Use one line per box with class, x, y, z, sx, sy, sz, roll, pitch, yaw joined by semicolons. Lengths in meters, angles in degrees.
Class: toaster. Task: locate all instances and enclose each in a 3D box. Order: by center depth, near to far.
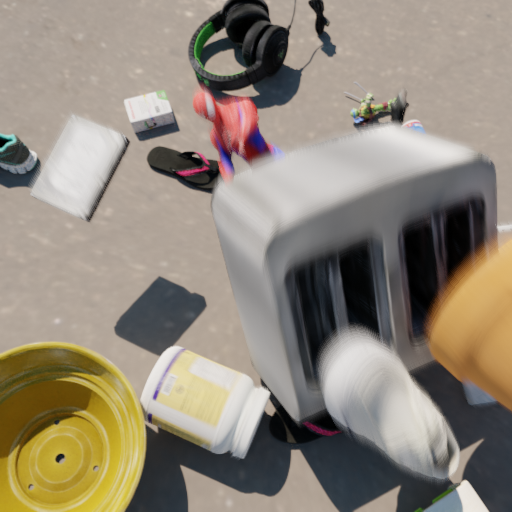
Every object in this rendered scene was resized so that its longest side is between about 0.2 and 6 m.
toaster;1.381;0.023;7.796;3.318;3.670;2.177;-20;27;-14

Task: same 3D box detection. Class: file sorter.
file sorter;4.023;0.845;8.777;1.687;1.514;2.431;-7;64;-4

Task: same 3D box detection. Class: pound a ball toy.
pound a ball toy;2.808;4.597;7.125;1.781;1.160;2.732;-27;66;-13

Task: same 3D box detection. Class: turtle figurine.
turtle figurine;2.312;-3.119;11.194;0.904;0.671;0.932;-5;67;-7

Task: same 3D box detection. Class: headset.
headset;0.086;-4.547;11.861;3.071;1.443;1.897;-31;65;2

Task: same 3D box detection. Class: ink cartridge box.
ink cartridge box;-2.149;-2.900;11.248;0.850;0.357;0.615;-17;65;-8

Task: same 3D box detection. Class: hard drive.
hard drive;-2.545;-1.278;8.112;0.943;0.255;1.350;24;84;11

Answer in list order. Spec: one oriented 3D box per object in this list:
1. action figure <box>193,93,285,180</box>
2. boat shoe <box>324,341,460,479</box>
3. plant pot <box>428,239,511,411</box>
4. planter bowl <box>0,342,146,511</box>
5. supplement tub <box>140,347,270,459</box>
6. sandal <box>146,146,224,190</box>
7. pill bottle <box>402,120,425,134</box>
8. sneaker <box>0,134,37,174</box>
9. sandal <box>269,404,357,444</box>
action figure;0.242;-1.154;8.754;3.409;1.112;1.687;40;37;-17
boat shoe;1.825;2.032;6.851;1.027;2.941;1.043;25;71;44
plant pot;3.443;0.955;6.455;2.334;2.334;1.633;-27;51;-13
planter bowl;-2.941;2.818;7.958;2.958;1.232;2.958;0;64;0
supplement tub;-0.743;2.167;8.280;1.651;1.201;1.201;22;66;8
sandal;-1.288;-1.727;10.652;1.749;0.394;0.657;18;65;8
pill bottle;3.109;-2.178;10.840;0.458;0.458;0.816;-14;65;-7
sneaker;-5.134;-2.103;10.596;1.821;0.830;0.706;5;64;3
sandal;1.112;2.457;8.585;1.851;0.417;0.695;-4;64;-2
